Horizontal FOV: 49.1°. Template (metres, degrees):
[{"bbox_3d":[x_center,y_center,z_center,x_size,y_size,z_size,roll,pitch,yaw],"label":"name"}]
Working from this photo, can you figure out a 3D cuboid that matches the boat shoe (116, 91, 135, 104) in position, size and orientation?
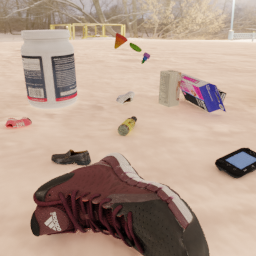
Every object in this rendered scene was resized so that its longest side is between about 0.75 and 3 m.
[{"bbox_3d":[-0.001,-1.144,10.910,0.385,0.391,1.104,39,32,18],"label":"boat shoe"}]

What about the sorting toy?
[{"bbox_3d":[0.081,-2.729,9.873,1.456,0.501,0.505,31,2,-15],"label":"sorting toy"}]

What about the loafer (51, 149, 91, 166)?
[{"bbox_3d":[-1.284,0.620,6.292,0.914,0.330,0.333,1,22,4],"label":"loafer"}]

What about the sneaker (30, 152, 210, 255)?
[{"bbox_3d":[-0.387,1.295,3.789,1.722,1.128,2.981,-14,14,-20],"label":"sneaker"}]

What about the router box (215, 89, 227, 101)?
[{"bbox_3d":[3.158,-1.579,11.476,1.139,0.390,1.527,15,18,-12],"label":"router box"}]

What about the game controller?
[{"bbox_3d":[2.469,0.736,6.095,1.235,0.260,0.644,-16,26,-34],"label":"game controller"}]

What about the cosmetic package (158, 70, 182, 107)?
[{"bbox_3d":[1.556,-1.479,10.440,0.550,1.260,0.651,-12,26,-32],"label":"cosmetic package"}]

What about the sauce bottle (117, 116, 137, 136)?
[{"bbox_3d":[0.017,-0.101,8.145,0.340,0.340,1.052,7,24,17],"label":"sauce bottle"}]

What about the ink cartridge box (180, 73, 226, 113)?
[{"bbox_3d":[2.541,-1.238,10.006,0.428,1.093,2.309,-34,26,-6],"label":"ink cartridge box"}]

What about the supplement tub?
[{"bbox_3d":[-2.857,-2.171,10.251,1.865,2.658,1.865,0,21,0],"label":"supplement tub"}]

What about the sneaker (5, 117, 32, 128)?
[{"bbox_3d":[-3.271,-0.107,8.357,0.795,0.293,0.345,-2,34,6],"label":"sneaker"}]
